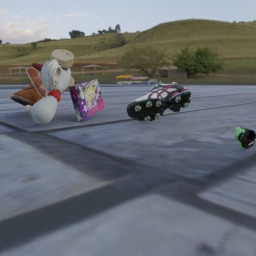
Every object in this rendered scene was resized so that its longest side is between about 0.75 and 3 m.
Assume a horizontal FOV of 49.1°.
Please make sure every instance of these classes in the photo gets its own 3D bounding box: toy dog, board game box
[{"bbox_3d":[-2.604,-1.395,8.649,1.401,1.918,2.908,10,22,0],"label":"toy dog"},{"bbox_3d":[-1.343,-0.997,9.469,0.301,1.120,1.867,-5,16,18],"label":"board game box"}]

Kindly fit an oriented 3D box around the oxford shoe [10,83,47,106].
[{"bbox_3d":[-3.451,-1.239,10.042,1.037,1.036,2.908,25,1,-15],"label":"oxford shoe"}]

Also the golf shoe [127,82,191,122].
[{"bbox_3d":[0.877,-0.846,8.720,2.192,0.846,0.965,-15,46,-20],"label":"golf shoe"}]

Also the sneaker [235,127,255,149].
[{"bbox_3d":[2.279,0.206,5.316,0.329,0.301,0.784,0,-17,39],"label":"sneaker"}]
